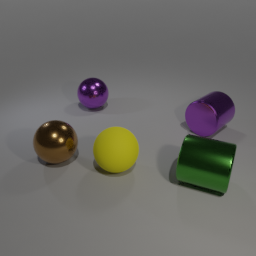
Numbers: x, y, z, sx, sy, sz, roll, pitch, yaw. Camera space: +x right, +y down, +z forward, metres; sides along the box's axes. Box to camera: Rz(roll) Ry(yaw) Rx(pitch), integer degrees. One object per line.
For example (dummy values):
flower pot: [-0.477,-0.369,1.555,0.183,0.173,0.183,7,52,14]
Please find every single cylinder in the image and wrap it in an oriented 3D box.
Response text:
cylinder: [3.150,-0.564,10.757,1.400,1.400,1.400,25,37,37]
cylinder: [2.228,0.990,7.966,1.400,1.400,1.400,12,31,21]

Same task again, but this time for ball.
ball: [-2.312,0.443,8.975,1.400,1.400,1.400,0,29,0]
ball: [-0.365,0.656,8.557,1.400,1.400,1.400,0,29,0]
ball: [-1.565,-1.552,12.537,1.400,1.400,1.400,0,29,0]
